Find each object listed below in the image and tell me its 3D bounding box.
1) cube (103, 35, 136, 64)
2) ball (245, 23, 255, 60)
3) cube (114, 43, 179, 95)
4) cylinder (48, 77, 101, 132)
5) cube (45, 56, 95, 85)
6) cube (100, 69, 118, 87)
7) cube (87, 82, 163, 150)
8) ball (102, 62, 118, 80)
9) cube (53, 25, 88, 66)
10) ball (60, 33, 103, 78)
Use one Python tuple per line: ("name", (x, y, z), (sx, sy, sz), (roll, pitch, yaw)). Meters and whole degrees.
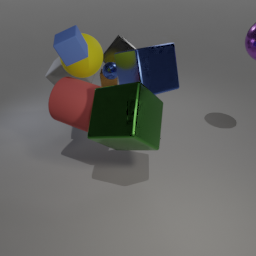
("cube", (-0.265, -3.324, 13.197), (1.400, 1.400, 1.400), (40, 11, -5))
("ball", (4.513, -2.821, 9.009), (1.400, 1.400, 1.400), (0, 29, 0))
("cube", (0.582, -1.806, 8.829), (1.400, 1.400, 1.400), (-17, 16, -27))
("cylinder", (-1.399, -0.694, 8.410), (1.400, 1.400, 1.400), (19, 34, 19))
("cube", (-2.381, -2.406, 11.958), (1.400, 1.400, 1.400), (-29, 32, 26))
("cube", (-0.812, -2.154, 12.140), (0.700, 0.700, 0.700), (-3, 29, 2))
("cube", (-0.026, -0.233, 7.412), (1.400, 1.400, 1.400), (-3, -18, 32))
("ball", (-0.689, -2.310, 11.311), (0.700, 0.700, 0.700), (0, 29, 0))
("cube", (-1.582, -2.293, 7.816), (0.700, 0.700, 0.700), (-21, 43, 10))
("ball", (-1.507, -2.343, 9.101), (1.400, 1.400, 1.400), (0, 29, 0))
